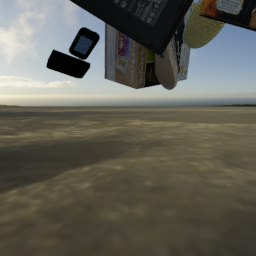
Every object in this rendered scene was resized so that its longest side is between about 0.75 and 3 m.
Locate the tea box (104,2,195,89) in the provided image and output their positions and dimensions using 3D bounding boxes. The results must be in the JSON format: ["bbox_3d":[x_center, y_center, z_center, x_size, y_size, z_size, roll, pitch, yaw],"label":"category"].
[{"bbox_3d":[0.799,-3.283,10.658,2.924,2.972,1.986,-16,29,-39],"label":"tea box"}]

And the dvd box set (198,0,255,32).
[{"bbox_3d":[2.441,-3.032,5.093,1.695,2.316,0.341,12,16,-9],"label":"dvd box set"}]

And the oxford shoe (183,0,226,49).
[{"bbox_3d":[2.155,-3.136,7.030,0.922,2.452,0.708,24,12,-7],"label":"oxford shoe"}]

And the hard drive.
[{"bbox_3d":[0.027,-3.155,6.032,2.832,1.976,0.466,36,21,14],"label":"hard drive"}]

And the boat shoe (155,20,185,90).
[{"bbox_3d":[1.519,-2.581,9.486,0.944,2.527,1.172,28,57,38],"label":"boat shoe"}]

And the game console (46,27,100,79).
[{"bbox_3d":[-1.797,-2.545,9.509,1.408,0.288,2.387,15,-31,-26],"label":"game console"}]

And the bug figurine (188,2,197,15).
[{"bbox_3d":[1.963,-4.055,8.305,1.019,1.314,0.338,-31,28,28],"label":"bug figurine"}]
